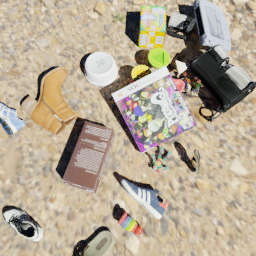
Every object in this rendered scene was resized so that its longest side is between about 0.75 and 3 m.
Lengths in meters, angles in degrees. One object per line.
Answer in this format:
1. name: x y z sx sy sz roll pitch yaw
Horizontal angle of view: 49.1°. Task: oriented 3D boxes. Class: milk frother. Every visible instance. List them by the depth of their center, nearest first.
1. milk frother: 2.490 -4.844 12.841 1.196 1.271 1.148 20 73 9

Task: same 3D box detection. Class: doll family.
1. doll family: 2.560 -1.886 11.707 1.372 0.538 0.793 23 108 33

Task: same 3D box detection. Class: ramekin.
1. ramekin: -1.208 -2.644 12.226 1.511 0.704 1.511 0 67 0

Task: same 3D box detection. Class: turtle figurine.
1. turtle figurine: 1.198 1.266 10.713 0.819 0.551 1.094 37 57 0

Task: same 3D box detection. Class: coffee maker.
1. coffee maker: 3.631 -1.922 11.470 2.252 1.579 2.345 -32 70 -12

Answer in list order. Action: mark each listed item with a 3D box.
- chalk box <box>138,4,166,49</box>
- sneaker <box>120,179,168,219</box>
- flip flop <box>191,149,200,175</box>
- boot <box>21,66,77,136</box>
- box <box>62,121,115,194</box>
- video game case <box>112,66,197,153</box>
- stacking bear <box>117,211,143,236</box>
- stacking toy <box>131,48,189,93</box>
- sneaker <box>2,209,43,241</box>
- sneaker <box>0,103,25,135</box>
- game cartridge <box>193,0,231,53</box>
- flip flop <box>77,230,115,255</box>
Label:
1. chalk box: 1.107 -4.795 12.864 1.177 1.183 1.901 3 67 1
2. sneaker: 0.617 2.382 10.188 1.929 0.723 0.815 41 74 5
3. flip flop: 2.508 1.284 10.421 0.307 1.065 0.432 2 35 22
4. boot: -2.837 -1.099 11.500 2.010 0.957 2.598 37 84 15
5. box: -1.417 1.111 10.594 1.222 0.914 2.440 16 67 6
6. video game case: 0.997 -0.701 10.906 2.394 0.473 2.641 -27 86 4
7. stacking bear: 0.122 3.425 9.874 0.904 0.549 0.514 36 82 6
8. stacking toy: 1.364 -2.183 11.986 2.197 0.928 1.989 30 71 2
9. sneaker: -3.723 3.305 9.768 1.691 0.741 0.640 26 72 12
10. sneaker: -4.987 -0.535 11.459 0.754 0.741 1.957 -30 69 -36
11. game cartridge: 3.891 -4.643 12.811 1.690 0.527 2.538 11 64 -32
12. flip flop: -1.271 4.400 9.365 0.893 0.634 2.203 38 73 14
